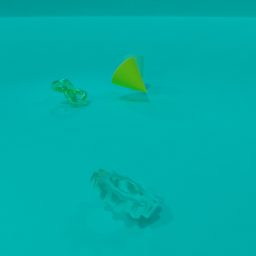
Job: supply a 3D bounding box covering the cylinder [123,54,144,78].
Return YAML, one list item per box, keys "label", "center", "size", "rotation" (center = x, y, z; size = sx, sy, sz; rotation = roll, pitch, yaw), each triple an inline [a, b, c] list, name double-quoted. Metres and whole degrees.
- label: "cylinder"
  center: [0.223, -2.468, 11.355]
  size: [0.818, 0.818, 0.818]
  rotation: [-1, -4, 0]

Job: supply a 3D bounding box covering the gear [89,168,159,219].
- label: "gear"
  center: [-0.070, 1.060, 4.668]
  size: [1.165, 0.216, 1.165]
  rotation: [24, 9, -4]

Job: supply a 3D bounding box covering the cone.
- label: "cone"
  center: [0.246, -1.630, 9.883]
  size: [1.193, 1.189, 1.189]
  rotation: [44, 39, 12]

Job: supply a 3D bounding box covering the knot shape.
- label: "knot shape"
  center: [-2.061, -1.312, 9.879]
  size: [1.277, 0.590, 1.195]
  rotation: [33, 5, -17]
